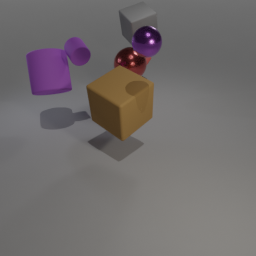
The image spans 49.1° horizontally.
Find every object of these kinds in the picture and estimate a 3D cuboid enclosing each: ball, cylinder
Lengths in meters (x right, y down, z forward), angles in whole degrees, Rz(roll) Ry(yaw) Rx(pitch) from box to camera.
[{"bbox_3d":[0.093,-2.722,11.923,1.400,1.400,1.400,0,29,0],"label":"ball"},{"bbox_3d":[0.434,-1.980,6.447,0.700,0.700,0.700,0,29,0],"label":"ball"},{"bbox_3d":[-1.684,-2.544,9.306,0.700,0.700,0.700,-14,49,-24],"label":"cylinder"},{"bbox_3d":[-2.783,-1.948,9.921,1.400,1.400,1.400,-8,3,0],"label":"cylinder"}]

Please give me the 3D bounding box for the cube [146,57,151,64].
[{"bbox_3d":[0.582,-3.175,13.174,0.700,0.700,0.700,33,5,-9],"label":"cube"}]

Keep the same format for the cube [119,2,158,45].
[{"bbox_3d":[0.527,-5.110,13.825,1.400,1.400,1.400,-25,52,-11],"label":"cube"}]

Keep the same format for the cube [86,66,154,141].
[{"bbox_3d":[-0.204,-0.763,8.393,1.400,1.400,1.400,33,55,30],"label":"cube"}]
